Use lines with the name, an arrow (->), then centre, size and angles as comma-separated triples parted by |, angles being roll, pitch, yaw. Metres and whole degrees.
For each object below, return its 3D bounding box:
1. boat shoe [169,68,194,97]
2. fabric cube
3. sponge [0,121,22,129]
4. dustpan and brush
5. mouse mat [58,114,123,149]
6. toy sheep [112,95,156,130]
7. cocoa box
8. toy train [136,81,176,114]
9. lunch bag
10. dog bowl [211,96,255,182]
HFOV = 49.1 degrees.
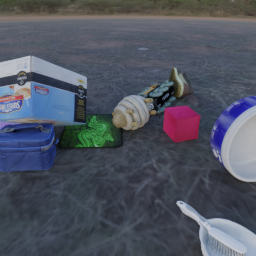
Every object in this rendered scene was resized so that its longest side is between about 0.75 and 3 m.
boat shoe -> 2.638, -2.221, 13.920 | 0.940, 1.022, 2.860 | 10, 27, -3
fabric cube -> 1.871, -0.164, 9.835 | 0.939, 0.921, 0.936 | -8, 28, -16
sponge -> -4.279, -0.152, 10.376 | 1.497, 0.400, 2.684 | 19, 33, 33
dustpan and brush -> 1.741, 2.154, 5.681 | 1.341, 0.550, 1.921 | -23, 35, -37
mouse mat -> -1.300, 0.043, 10.360 | 2.177, 0.102, 2.706 | -1, 28, -2
toy sheep -> 0.244, -0.597, 10.292 | 1.983, 1.367, 1.367 | -28, 37, -31
cocoa box -> -2.794, -1.011, 9.149 | 1.787, 1.759, 2.680 | -3, -5, 26
toy train -> 1.157, -1.347, 12.210 | 1.375, 1.028, 2.413 | 2, 26, 31
lunch bag -> -2.942, 0.473, 8.284 | 1.784, 1.180, 1.212 | -3, 27, -4
dog bowl -> 3.400, 0.289, 7.516 | 2.202, 2.202, 0.867 | -6, 26, -12
